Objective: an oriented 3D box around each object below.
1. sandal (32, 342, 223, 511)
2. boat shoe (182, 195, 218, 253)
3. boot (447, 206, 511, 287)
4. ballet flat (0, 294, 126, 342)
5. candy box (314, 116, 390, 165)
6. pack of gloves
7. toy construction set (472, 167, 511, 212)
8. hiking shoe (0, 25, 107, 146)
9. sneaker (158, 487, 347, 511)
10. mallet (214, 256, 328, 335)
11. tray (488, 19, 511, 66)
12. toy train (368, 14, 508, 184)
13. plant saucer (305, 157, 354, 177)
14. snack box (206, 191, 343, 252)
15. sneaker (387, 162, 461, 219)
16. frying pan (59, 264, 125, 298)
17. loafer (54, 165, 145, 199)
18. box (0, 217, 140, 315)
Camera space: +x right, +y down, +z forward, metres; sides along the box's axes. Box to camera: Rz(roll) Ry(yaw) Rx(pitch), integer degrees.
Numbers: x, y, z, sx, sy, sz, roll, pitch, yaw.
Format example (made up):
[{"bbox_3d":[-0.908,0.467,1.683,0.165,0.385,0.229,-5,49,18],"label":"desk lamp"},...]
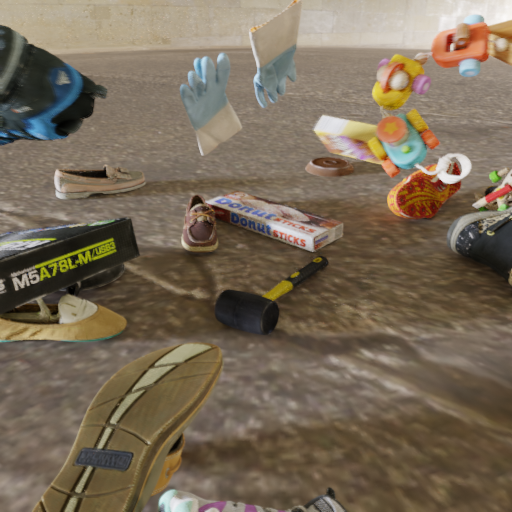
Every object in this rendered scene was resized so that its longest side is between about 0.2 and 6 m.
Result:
[{"bbox_3d":[-1.255,2.095,5.758,1.226,0.824,3.053,2,40,23],"label":"sandal"},{"bbox_3d":[-1.160,-0.708,11.430,0.725,0.723,2.009,-2,26,-4],"label":"boat shoe"},{"bbox_3d":[5.224,-0.166,10.026,2.877,1.038,2.173,-12,30,-10],"label":"boot"},{"bbox_3d":[-2.999,0.892,8.205,2.117,0.667,0.726,-3,26,-5],"label":"ballet flat"},{"bbox_3d":[2.068,-2.443,11.844,1.513,0.883,0.427,25,80,40],"label":"candy box"},{"bbox_3d":[-0.314,-3.133,9.798,2.364,2.814,0.555,-38,79,-5],"label":"pack of gloves"},{"bbox_3d":[5.230,-1.129,11.904,1.900,1.460,1.585,2,66,-36],"label":"toy construction set"},{"bbox_3d":[-3.469,-2.102,8.420,1.523,1.306,3.512,21,-9,-28],"label":"hiking shoe"},{"bbox_3d":[0.226,2.472,5.020,2.015,0.783,1.410,26,34,26],"label":"sneaker"},{"bbox_3d":[0.335,0.501,9.340,0.924,0.577,2.805,8,22,25],"label":"mallet"},{"bbox_3d":[4.810,-3.784,9.870,1.134,0.426,2.299,-13,28,7],"label":"tray"},{"bbox_3d":[2.944,-2.757,9.573,2.183,2.907,0.808,7,-7,33],"label":"toy train"},{"bbox_3d":[2.073,-2.524,15.715,1.363,0.235,1.363,0,25,0],"label":"plant saucer"},{"bbox_3d":[0.328,-0.798,12.018,2.973,0.362,1.069,21,33,36],"label":"snack box"},{"bbox_3d":[3.761,-1.441,12.981,1.092,1.034,2.832,-7,11,45],"label":"sneaker"},{"bbox_3d":[-3.237,0.412,9.651,1.413,0.380,2.336,6,25,19],"label":"frying pan"},{"bbox_3d":[-3.852,-1.930,13.944,2.241,0.704,0.805,-14,29,-26],"label":"loafer"},{"bbox_3d":[-3.959,0.206,8.311,3.245,0.771,3.134,-4,12,32],"label":"box"}]
